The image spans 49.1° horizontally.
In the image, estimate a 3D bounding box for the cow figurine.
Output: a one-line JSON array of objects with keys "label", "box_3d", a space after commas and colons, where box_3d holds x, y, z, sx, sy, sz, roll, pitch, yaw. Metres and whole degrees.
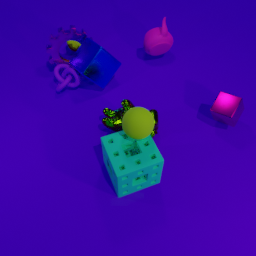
[{"label": "cow figurine", "box_3d": [0.149, -0.207, 8.608, 1.557, 1.532, 0.855, -19, 50, 28]}]

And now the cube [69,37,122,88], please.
[{"label": "cube", "box_3d": [-1.119, -2.222, 9.580, 1.088, 1.088, 1.088, -52, 47, 7]}]

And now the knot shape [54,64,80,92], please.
[{"label": "knot shape", "box_3d": [-2.185, -1.814, 9.754, 1.058, 0.489, 0.990, -27, 71, 19]}]

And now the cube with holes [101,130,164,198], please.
[{"label": "cube with holes", "box_3d": [0.088, 0.887, 7.553, 1.233, 1.233, 1.233, -18, 55, -13]}]

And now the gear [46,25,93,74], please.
[{"label": "gear", "box_3d": [-2.013, -2.751, 9.954, 1.691, 1.691, 0.313, -12, 42, -9]}]

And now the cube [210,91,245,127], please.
[{"label": "cube", "box_3d": [3.044, -0.571, 8.576, 0.708, 0.708, 0.708, 26, 81, 35]}]

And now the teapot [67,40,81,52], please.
[{"label": "teapot", "box_3d": [-2.074, -3.372, 10.928, 0.517, 1.056, 0.656, -20, 53, 25]}]

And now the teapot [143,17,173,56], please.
[{"label": "teapot", "box_3d": [1.098, -3.301, 10.375, 1.123, 1.806, 0.884, -9, 75, -19]}]

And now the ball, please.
[{"label": "ball", "box_3d": [0.251, -0.121, 6.992, 0.811, 0.811, 0.811, 0, 53, 0]}]
